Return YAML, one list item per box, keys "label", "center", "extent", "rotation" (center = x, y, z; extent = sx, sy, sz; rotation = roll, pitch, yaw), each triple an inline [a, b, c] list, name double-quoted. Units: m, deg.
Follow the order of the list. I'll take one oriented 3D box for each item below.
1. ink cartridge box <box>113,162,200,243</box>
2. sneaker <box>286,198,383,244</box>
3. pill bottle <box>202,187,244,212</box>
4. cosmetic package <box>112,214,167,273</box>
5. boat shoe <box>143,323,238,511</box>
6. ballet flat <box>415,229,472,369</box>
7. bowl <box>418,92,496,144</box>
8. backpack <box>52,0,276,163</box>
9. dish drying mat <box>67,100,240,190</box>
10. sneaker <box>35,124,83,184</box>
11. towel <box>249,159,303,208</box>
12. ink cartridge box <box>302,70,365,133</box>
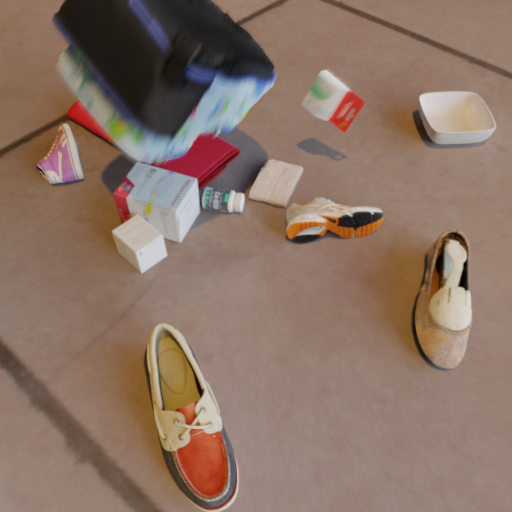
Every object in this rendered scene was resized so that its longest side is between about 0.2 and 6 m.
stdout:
- label: "ink cartridge box"
  center: [-1.919, -1.054, 11.094]
  extent: [1.350, 0.977, 0.981]
  rotation: [17, 53, 13]
- label: "sneaker"
  center: [1.528, -0.857, 11.133]
  extent: [1.965, 0.744, 0.904]
  rotation: [-5, 47, -5]
- label: "pill bottle"
  center: [-0.673, -1.140, 11.504]
  extent: [0.801, 0.453, 0.453]
  rotation: [8, 52, 7]
- label: "cosmetic package"
  center: [-2.214, -0.232, 10.651]
  extent: [0.645, 0.641, 0.771]
  rotation: [-37, 59, -26]
- label: "boat shoe"
  center: [-1.034, 2.346, 8.416]
  extent: [1.019, 0.896, 2.864]
  rotation: [-15, 54, -14]
- label: "ballet flat"
  center: [3.329, 0.606, 9.769]
  extent: [0.930, 0.919, 2.733]
  rotation: [12, 52, 1]
- label: "bowl"
  center: [4.603, -3.153, 13.053]
  extent: [1.553, 0.580, 1.550]
  rotation: [-4, 51, -2]
- label: "backpack"
  center: [-1.522, -3.305, 9.757]
  extent: [3.047, 2.447, 3.330]
  rotation: [50, 31, 8]
- label: "dish drying mat"
  center: [-2.453, -2.845, 12.953]
  extent: [4.184, 0.381, 1.607]
  rotation: [33, 59, 22]
- label: "sneaker"
  center: [-4.416, -2.258, 12.335]
  extent: [0.945, 0.600, 1.657]
  rotation: [-16, 53, -9]
- label: "towel"
  center: [0.444, -1.579, 12.011]
  extent: [0.844, 0.220, 1.274]
  rotation: [15, 53, 13]
- label: "ink cartridge box"
  center: [1.545, -3.087, 11.343]
  extent: [1.066, 0.858, 0.267]
  rotation: [44, 48, 9]
